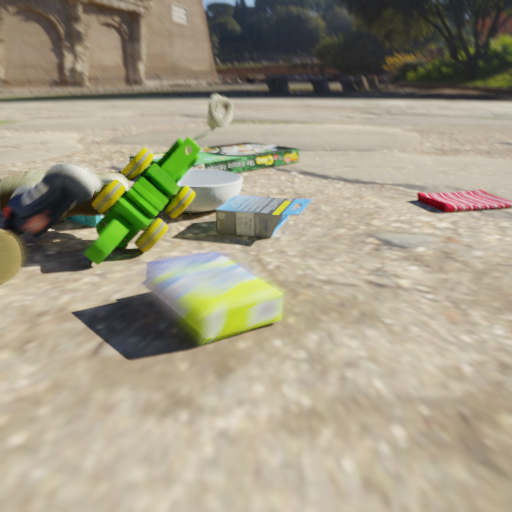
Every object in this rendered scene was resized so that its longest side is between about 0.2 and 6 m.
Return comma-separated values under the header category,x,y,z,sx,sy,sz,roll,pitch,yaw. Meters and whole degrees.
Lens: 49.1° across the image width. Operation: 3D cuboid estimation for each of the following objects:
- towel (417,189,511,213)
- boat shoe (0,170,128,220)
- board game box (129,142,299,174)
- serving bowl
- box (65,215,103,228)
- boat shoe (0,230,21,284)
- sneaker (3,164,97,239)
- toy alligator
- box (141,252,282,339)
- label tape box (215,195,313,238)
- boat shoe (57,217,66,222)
category,x,y,z,sx,sy,sz,roll,pitch,yaw
towel,4.278,-1.139,11.478,1.647,0.185,1.191,-5,20,-14
boat shoe,-3.299,-1.097,9.447,2.196,0.801,0.691,-4,35,-3
board game box,-1.062,-2.661,15.491,4.302,0.505,2.254,-17,27,-40
serving bowl,-1.251,-1.252,11.024,1.968,0.647,1.968,2,17,-1
box,-3.188,-0.874,10.409,1.490,0.366,0.613,14,24,36
boat shoe,-4.093,0.040,6.661,0.783,0.908,2.488,-1,5,38
sneaker,-3.107,-0.721,8.335,1.969,0.738,0.832,-16,48,41
toy alligator,-1.568,-1.190,9.010,0.992,1.084,3.656,-22,29,57
box,-0.562,0.373,6.482,0.997,0.390,1.635,-9,24,-34
label tape box,0.161,-0.684,9.673,1.455,0.461,1.050,6,22,17
boat shoe,-4.295,-0.982,10.399,1.847,0.663,0.626,22,27,33
